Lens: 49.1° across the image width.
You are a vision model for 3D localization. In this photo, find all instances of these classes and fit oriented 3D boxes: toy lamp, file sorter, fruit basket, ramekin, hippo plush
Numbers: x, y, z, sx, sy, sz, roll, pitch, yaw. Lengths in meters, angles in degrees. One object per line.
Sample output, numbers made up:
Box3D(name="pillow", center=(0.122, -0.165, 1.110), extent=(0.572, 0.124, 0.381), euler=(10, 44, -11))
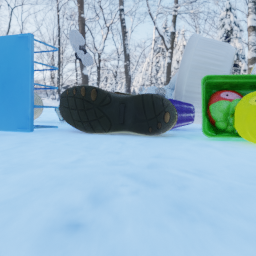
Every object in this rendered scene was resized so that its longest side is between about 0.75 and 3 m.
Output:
Box3D(name="toy lamp", center=(0.247, -0.369, 7.314), extent=(2.914, 0.848, 0.848), euler=(1, 5, 1))
Box3D(name="file sorter", center=(-2.786, -1.105, 7.418), extent=(1.602, 2.309, 1.417), euler=(2, 3, 20))
Box3D(name="fruit basket", center=(2.290, -0.345, 5.062), extent=(2.005, 1.446, 2.005), euler=(2, -12, 1))
Box3D(name="ramekin", center=(2.376, -1.372, 8.550), extent=(1.315, 2.824, 2.824), euler=(13, 10, 20))
Box3D(name="hippo plush", center=(1.708, -1.746, 13.834), extent=(2.397, 2.374, 2.981), euler=(0, 6, -5))

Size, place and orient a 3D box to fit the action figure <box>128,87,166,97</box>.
Box3D(name="action figure", center=(0.636, -0.880, 10.365), extent=(1.546, 1.327, 2.600), euler=(5, 4, 17))

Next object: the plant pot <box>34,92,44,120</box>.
Box3D(name="plant pot", center=(-3.718, -0.692, 10.054), extent=(1.175, 1.175, 1.076), euler=(-1, 16, -7))

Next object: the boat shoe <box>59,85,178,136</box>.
Box3D(name="boat shoe", center=(-0.231, -0.333, 6.482), extent=(2.875, 1.088, 1.062), euler=(11, 4, 23))

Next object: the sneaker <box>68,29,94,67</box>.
Box3D(name="sneaker", center=(-1.771, -2.848, 10.018), extent=(0.517, 1.369, 0.779), euler=(-35, 29, -13))

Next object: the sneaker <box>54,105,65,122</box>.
Box3D(name="sneaker", center=(-1.787, -0.533, 9.473), extent=(1.214, 1.092, 2.813), euler=(-18, 7, -20))

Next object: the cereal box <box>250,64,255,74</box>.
Box3D(name="cereal box", center=(3.598, -0.949, 7.882), extent=(0.506, 1.842, 2.560), euler=(17, 9, 16))
